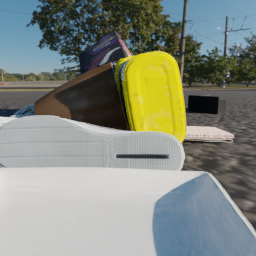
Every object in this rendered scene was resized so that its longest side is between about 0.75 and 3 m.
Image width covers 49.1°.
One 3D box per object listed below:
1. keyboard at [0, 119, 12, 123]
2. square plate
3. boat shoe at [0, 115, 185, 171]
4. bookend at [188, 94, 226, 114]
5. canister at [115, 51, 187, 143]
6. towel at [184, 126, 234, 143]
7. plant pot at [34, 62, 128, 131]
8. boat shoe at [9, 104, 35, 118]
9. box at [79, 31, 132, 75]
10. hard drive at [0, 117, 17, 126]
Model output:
[{"bbox_3d":[-2.682,-0.089,5.203,1.026,0.055,0.289,-9,8,-43],"label":"keyboard"},{"bbox_3d":[-0.398,0.852,2.139,2.656,0.378,2.631,0,10,3],"label":"square plate"},{"bbox_3d":[-0.540,0.396,3.975,2.607,0.938,0.809,6,-10,-1],"label":"boat shoe"},{"bbox_3d":[3.983,-1.148,13.124,1.665,0.772,1.675,-7,12,-37],"label":"bookend"},{"bbox_3d":[0.422,-0.712,6.573,1.194,2.049,2.759,-10,12,-2],"label":"canister"},{"bbox_3d":[1.714,0.132,6.927,1.362,0.219,1.301,3,9,-4],"label":"towel"},{"bbox_3d":[-1.108,-0.429,6.620,1.927,1.801,1.801,-14,10,-1],"label":"plant pot"},{"bbox_3d":[-2.416,-0.364,7.726,0.939,0.817,2.547,-8,5,22],"label":"boat shoe"},{"bbox_3d":[-0.546,-1.829,9.676,1.740,1.510,2.847,-30,38,13],"label":"box"},{"bbox_3d":[-2.860,0.055,5.509,2.706,0.355,1.784,5,11,24],"label":"hard drive"}]
